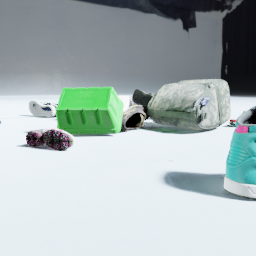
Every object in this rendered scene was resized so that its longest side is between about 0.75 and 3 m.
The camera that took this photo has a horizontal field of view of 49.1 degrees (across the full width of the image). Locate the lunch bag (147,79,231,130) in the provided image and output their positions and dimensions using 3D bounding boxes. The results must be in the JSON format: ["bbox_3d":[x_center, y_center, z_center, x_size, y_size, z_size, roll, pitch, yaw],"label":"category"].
[{"bbox_3d":[2.055,-0.718,9.510,1.962,1.630,2.339,-25,22,-37],"label":"lunch bag"}]

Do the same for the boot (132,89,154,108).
[{"bbox_3d":[1.501,-1.017,13.312,1.912,0.914,2.532,13,19,-34],"label":"boot"}]

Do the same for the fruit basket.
[{"bbox_3d":[-1.105,-0.346,8.693,2.086,2.086,1.504,1,52,7],"label":"fruit basket"}]

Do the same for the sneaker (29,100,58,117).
[{"bbox_3d":[-3.820,-0.891,13.614,2.083,0.761,1.165,17,13,37],"label":"sneaker"}]

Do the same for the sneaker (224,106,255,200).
[{"bbox_3d":[2.320,0.168,4.024,2.194,1.324,0.917,-4,9,-25],"label":"sneaker"}]

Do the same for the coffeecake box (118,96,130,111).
[{"bbox_3d":[-1.109,-0.941,12.702,2.077,0.988,2.706,1,8,9],"label":"coffeecake box"}]

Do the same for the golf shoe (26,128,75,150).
[{"bbox_3d":[-1.741,0.220,6.594,1.326,0.481,0.611,5,10,28],"label":"golf shoe"}]

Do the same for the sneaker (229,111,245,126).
[{"bbox_3d":[4.180,-0.351,10.227,1.284,0.545,0.494,-5,10,-31],"label":"sneaker"}]

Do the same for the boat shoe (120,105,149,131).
[{"bbox_3d":[0.209,-0.259,9.396,0.767,0.779,2.092,16,25,33],"label":"boat shoe"}]

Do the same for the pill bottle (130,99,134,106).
[{"bbox_3d":[0.339,-1.600,18.620,0.577,0.577,1.013,-8,12,-42],"label":"pill bottle"}]

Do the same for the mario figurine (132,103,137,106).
[{"bbox_3d":[1.283,-1.071,15.331,1.950,1.034,1.204,-13,49,-14],"label":"mario figurine"}]
